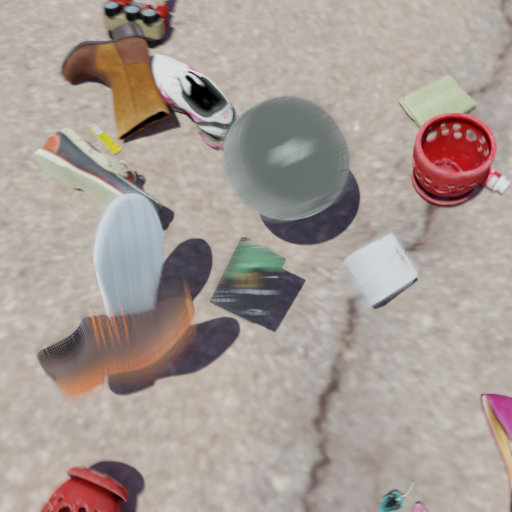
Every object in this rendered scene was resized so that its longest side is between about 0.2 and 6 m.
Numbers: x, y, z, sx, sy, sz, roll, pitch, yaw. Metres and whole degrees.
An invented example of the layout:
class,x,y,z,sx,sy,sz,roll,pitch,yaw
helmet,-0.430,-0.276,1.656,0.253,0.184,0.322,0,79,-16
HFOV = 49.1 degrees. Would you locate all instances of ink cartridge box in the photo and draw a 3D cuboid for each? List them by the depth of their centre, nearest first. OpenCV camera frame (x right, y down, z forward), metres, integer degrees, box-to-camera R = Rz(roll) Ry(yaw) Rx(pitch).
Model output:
class,x,y,z,sx,sy,sz,roll,pitch,yaw
ink cartridge box,2.383,0.233,10.627,1.234,0.292,0.988,-25,79,-35

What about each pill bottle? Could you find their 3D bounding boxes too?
class,x,y,z,sx,sy,sz,roll,pitch,yaw
pill bottle,5.095,-1.647,12.089,0.687,0.386,0.386,38,69,17

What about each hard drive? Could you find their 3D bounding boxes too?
class,x,y,z,sx,sy,sz,roll,pitch,yaw
hard drive,-0.133,0.408,9.351,0.860,0.233,1.231,27,85,-23

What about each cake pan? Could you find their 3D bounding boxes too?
class,x,y,z,sx,sy,sz,roll,pitch,yaw
cake pan,0.564,-1.790,9.883,2.292,0.420,2.292,1,80,-5

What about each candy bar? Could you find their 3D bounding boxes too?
class,x,y,z,sx,sy,sz,roll,pitch,yaw
candy bar,-3.469,-2.691,12.774,0.264,0.117,1.060,-39,69,-22

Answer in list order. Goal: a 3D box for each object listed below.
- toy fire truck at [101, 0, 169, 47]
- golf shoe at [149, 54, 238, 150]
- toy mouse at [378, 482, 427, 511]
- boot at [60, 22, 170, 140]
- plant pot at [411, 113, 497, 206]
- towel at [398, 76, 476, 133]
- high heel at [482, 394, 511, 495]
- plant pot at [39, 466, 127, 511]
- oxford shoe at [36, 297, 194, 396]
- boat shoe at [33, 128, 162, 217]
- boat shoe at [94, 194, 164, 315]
class,x,y,z,sx,sy,sz,roll,pitch,yaw
toy fire truck,-2.904,-6.339,14.193,1.534,1.121,1.743,14,53,8
golf shoe,-1.491,-3.799,12.610,1.126,1.428,3.101,-42,68,-14
toy mouse,2.422,4.236,9.177,1.176,0.227,1.045,16,64,7
boot,-3.301,-3.789,12.952,2.355,0.857,2.501,-19,78,10
plant pot,3.998,-1.945,11.604,1.563,1.424,1.563,-2,67,6
towel,4.259,-3.560,13.122,1.573,0.287,1.167,-28,67,-13
high heel,4.174,3.486,9.154,1.186,0.832,2.472,22,60,0
plant pot,-2.714,3.999,8.796,1.205,1.205,1.097,18,56,9
oxford shoe,-2.128,1.252,8.518,2.502,0.907,0.890,-30,37,2
boat shoe,-3.188,-1.698,11.755,3.242,1.154,1.014,29,64,19
boat shoe,-2.235,0.411,9.682,1.137,3.158,0.980,-2,22,-20
